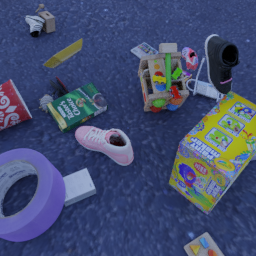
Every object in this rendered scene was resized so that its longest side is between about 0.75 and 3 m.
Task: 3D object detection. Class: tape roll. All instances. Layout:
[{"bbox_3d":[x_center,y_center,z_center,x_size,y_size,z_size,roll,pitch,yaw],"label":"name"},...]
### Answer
[{"bbox_3d":[-3.406,2.056,8.769,2.661,1.131,2.661,-5,57,8],"label":"tape roll"}]

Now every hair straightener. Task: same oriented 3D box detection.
[{"bbox_3d":[-2.909,-1.467,12.095,0.726,0.386,1.888,-32,65,-20],"label":"hair straightener"}]

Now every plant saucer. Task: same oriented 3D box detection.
[{"bbox_3d":[-2.328,-2.671,10.297,1.345,1.346,0.326,-43,109,-27],"label":"plant saucer"}]

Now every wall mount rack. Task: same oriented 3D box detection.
[{"bbox_3d":[3.509,-1.996,11.941,1.880,0.701,1.633,16,69,-3],"label":"wall mount rack"}]

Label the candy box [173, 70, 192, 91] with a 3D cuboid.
[{"bbox_3d":[1.855,-2.346,12.582,1.750,0.494,1.021,35,63,24],"label":"candy box"}]

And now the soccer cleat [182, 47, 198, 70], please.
[{"bbox_3d":[2.464,-2.849,10.966,0.526,0.603,1.578,8,41,-4],"label":"soccer cleat"}]

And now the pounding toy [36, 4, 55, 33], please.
[{"bbox_3d":[-4.282,-5.828,14.563,0.577,1.261,1.108,-29,59,-32],"label":"pounding toy"}]

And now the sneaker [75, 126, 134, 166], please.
[{"bbox_3d":[-0.903,0.347,10.171,2.505,1.310,0.943,27,61,19],"label":"sneaker"}]

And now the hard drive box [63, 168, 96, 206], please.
[{"bbox_3d":[-1.754,1.997,9.506,1.124,0.432,0.876,-20,57,-14],"label":"hard drive box"}]

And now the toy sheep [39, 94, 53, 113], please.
[{"bbox_3d":[-3.366,-1.001,11.601,0.610,0.610,0.885,-6,68,-4],"label":"toy sheep"}]

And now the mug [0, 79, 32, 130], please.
[{"bbox_3d":[-5.288,-0.538,10.910,2.523,2.240,1.683,-29,95,-14],"label":"mug"}]

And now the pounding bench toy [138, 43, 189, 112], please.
[{"bbox_3d":[1.395,-1.809,10.720,1.558,2.508,1.956,-7,76,-5],"label":"pounding bench toy"}]

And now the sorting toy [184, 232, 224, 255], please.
[{"bbox_3d":[2.397,3.871,8.316,0.946,0.188,1.279,-24,58,-17],"label":"sorting toy"}]

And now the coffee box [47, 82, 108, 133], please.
[{"bbox_3d":[-2.025,-0.854,11.355,2.149,0.473,1.322,-29,74,-19],"label":"coffee box"}]

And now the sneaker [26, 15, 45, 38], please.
[{"bbox_3d":[-5.004,-5.274,14.568,1.739,0.656,1.001,23,92,46],"label":"sneaker"}]

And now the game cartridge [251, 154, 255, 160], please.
[{"bbox_3d":[5.084,0.396,10.694,2.146,0.434,1.431,-20,53,-14],"label":"game cartridge"}]

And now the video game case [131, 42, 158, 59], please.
[{"bbox_3d":[0.816,-3.759,13.828,0.942,0.119,1.033,-35,60,-22],"label":"video game case"}]

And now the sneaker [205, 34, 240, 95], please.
[{"bbox_3d":[3.152,-1.895,9.138,0.774,2.188,1.085,-25,29,-1],"label":"sneaker"}]

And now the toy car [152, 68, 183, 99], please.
[{"bbox_3d":[1.593,-1.725,10.230,1.256,0.280,1.182,39,66,1],"label":"toy car"}]

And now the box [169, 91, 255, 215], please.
[{"bbox_3d":[2.890,0.844,8.891,1.682,2.758,2.656,37,62,23],"label":"box"}]
